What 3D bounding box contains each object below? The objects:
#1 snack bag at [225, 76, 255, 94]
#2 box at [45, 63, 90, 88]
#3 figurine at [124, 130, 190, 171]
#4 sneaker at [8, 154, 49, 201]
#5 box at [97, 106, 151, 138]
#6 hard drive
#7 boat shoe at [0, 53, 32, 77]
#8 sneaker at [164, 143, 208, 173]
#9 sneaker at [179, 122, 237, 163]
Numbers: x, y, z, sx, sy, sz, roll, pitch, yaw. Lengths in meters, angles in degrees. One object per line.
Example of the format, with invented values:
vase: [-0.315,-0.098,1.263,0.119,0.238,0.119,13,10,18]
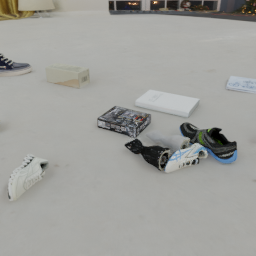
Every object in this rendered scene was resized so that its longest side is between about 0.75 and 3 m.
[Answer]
snack bag: [6.406,-2.383,15.346,1.903,0.216,2.018,12,32,19]
box: [-3.384,-2.966,15.678,2.295,0.892,1.090,15,32,25]
figurine: [0.992,0.581,9.609,1.702,0.733,1.660,-23,33,-37]
sneaker: [-2.890,1.404,8.164,0.736,0.682,1.815,11,31,2]
box: [-0.142,-0.301,11.361,1.773,0.441,1.398,15,32,25]
hard drive: [1.851,-1.188,13.060,2.552,0.335,1.683,15,33,25]
boat shoe: [-7.394,-3.912,16.872,2.990,1.386,1.116,-13,32,-21]
sneaker: [1.861,0.991,8.922,1.710,0.615,0.620,-23,46,-29]
sneaker: [2.803,0.307,9.721,0.839,0.980,2.366,-18,34,-31]
